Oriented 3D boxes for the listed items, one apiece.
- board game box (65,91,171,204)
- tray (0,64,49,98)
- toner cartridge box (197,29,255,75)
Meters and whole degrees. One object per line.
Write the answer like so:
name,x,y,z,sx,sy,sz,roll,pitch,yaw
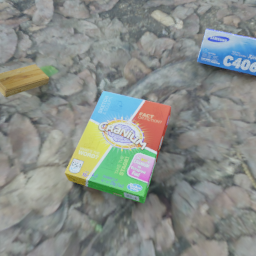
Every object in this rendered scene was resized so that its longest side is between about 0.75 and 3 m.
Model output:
board game box,-0.173,0.395,7.657,2.117,0.558,2.766,14,60,12
tray,-3.305,-1.499,8.667,0.748,0.281,1.516,44,46,16
toner cartridge box,3.524,-2.449,9.130,2.265,1.076,0.489,15,25,10
